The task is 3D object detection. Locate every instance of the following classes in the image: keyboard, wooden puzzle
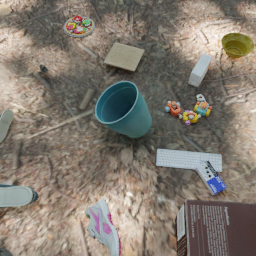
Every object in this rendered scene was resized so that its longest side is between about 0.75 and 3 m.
[{"bbox_3d":[2.401,1.267,11.007,2.534,0.135,0.713,5,58,3],"label":"keyboard"},{"bbox_3d":[-0.178,-3.464,13.858,1.594,0.398,1.721,18,55,10],"label":"wooden puzzle"}]

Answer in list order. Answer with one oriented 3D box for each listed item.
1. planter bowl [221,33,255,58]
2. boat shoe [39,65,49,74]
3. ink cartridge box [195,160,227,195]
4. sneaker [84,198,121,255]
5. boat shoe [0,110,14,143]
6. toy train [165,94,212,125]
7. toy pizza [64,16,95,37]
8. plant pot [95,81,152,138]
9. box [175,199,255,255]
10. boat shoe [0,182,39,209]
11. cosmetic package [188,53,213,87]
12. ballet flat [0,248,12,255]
[{"bbox_3d":[5.376,-3.971,13.985,1.612,0.671,1.612,0,57,1],"label":"planter bowl"},{"bbox_3d":[-4.025,-2.810,13.268,0.323,0.318,0.868,-38,36,-19],"label":"boat shoe"},{"bbox_3d":[3.098,1.866,10.497,0.559,0.263,1.189,-25,65,-12],"label":"ink cartridge box"},{"bbox_3d":[-0.847,3.440,9.281,0.930,0.858,2.109,-20,51,-11],"label":"sneaker"},{"bbox_3d":[-5.385,0.052,11.653,0.564,0.653,1.799,-9,51,47],"label":"boat shoe"},{"bbox_3d":[2.686,-0.933,12.152,1.934,0.538,1.452,-20,60,-12],"label":"toy train"},{"bbox_3d":[-2.663,-5.576,15.228,1.695,0.269,1.695,0,58,0],"label":"toy pizza"},{"bbox_3d":[-0.011,-0.554,10.995,1.894,1.780,1.894,-18,51,25],"label":"plant pot"},{"bbox_3d":[2.773,3.447,8.551,2.364,1.962,1.941,3,58,2],"label":"box"},{"bbox_3d":[-4.439,2.365,9.902,2.522,0.780,0.944,-5,74,7],"label":"boat shoe"},{"bbox_3d":[3.405,-2.724,13.159,0.518,0.737,1.454,26,62,15],"label":"cosmetic package"},{"bbox_3d":[-4.252,4.103,9.196,1.002,0.232,0.338,18,41,5],"label":"ballet flat"}]
